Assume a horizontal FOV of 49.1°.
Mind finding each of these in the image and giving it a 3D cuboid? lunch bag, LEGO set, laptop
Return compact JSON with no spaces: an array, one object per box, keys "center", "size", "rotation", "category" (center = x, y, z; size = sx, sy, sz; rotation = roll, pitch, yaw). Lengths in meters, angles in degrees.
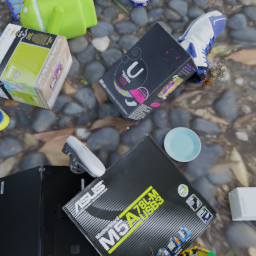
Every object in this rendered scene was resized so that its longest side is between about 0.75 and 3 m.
[{"center":[-3.859,-5.555,10.932],"size":[1.855,1.159,2.464],"rotation":[-20,55,-7],"category":"lunch bag"},{"center":[1.169,3.727,6.582],"size":[1.644,1.238,2.138],"rotation":[-9,92,-35],"category":"LEGO set"},{"center":[-2.101,2.424,7.695],"size":[2.836,1.465,2.514],"rotation":[5,64,-26],"category":"laptop"}]

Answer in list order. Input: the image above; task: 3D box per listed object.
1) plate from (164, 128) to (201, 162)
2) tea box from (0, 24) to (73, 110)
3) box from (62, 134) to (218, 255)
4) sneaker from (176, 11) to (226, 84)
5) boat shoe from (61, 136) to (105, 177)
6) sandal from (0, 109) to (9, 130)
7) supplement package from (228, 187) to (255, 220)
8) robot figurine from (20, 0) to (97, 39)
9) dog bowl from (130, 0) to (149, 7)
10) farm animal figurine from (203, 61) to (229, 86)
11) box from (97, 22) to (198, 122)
[{"center":[1.655,0.512,8.560],"size":[1.112,0.142,1.112],"rotation":[0,67,0],"category":"plate"},{"center":[-3.135,-1.955,8.994],"size":[2.002,1.360,2.035],"rotation":[15,67,7],"category":"tea box"},{"center":[0.343,2.130,7.228],"size":[2.926,0.695,2.826],"rotation":[-39,87,-16],"category":"box"},{"center":[2.263,-2.385,9.293],"size":[2.943,1.189,1.700],"rotation":[-37,66,-8],"category":"sneaker"},{"center":[-1.259,0.838,7.244],"size":[0.642,0.678,1.939],"rotation":[-53,42,-1],"category":"boat shoe"},{"center":[-4.474,-0.744,8.783],"size":[1.816,0.790,0.722],"rotation":[38,73,17],"category":"sandal"},{"center":[3.502,2.041,7.523],"size":[1.312,0.770,0.767],"rotation":[-1,66,-1],"category":"supplement package"},{"center":[-2.474,-3.846,9.758],"size":[2.647,1.531,2.322],"rotation":[-16,42,-7],"category":"robot figurine"},{"center":[0.452,-5.154,11.021],"size":[0.795,0.313,0.795],"rotation":[0,65,0],"category":"dog bowl"},{"center":[2.862,-1.865,9.404],"size":[0.993,0.524,1.004],"rotation":[-20,59,37],"category":"farm animal figurine"},{"center":[0.593,-1.550,8.291],"size":[2.462,1.306,1.505],"rotation":[-43,72,13],"category":"box"}]
